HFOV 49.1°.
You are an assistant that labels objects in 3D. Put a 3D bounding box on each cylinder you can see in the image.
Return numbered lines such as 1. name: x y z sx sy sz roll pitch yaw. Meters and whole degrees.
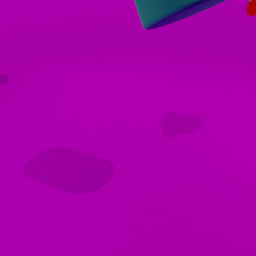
1. cylinder: 0.591 -2.070 3.524 1.250 1.250 1.250 -19 12 4

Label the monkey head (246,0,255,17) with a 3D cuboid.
1. monkey head: 3.053 -2.979 5.527 1.110 1.325 1.842 -18 -2 -4
